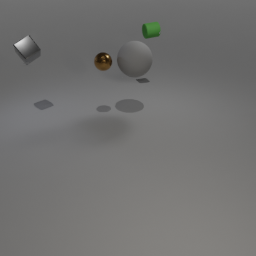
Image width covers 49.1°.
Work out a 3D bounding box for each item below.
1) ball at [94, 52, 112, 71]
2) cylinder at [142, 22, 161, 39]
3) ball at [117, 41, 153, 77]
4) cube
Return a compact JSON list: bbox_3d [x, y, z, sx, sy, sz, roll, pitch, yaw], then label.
[{"bbox_3d":[-0.953,-2.539,10.727,0.700,0.700,0.700,0,29,0],"label":"ball"},{"bbox_3d":[1.127,-4.754,13.616,0.700,0.700,0.700,-15,32,-15],"label":"cylinder"},{"bbox_3d":[0.265,-2.705,11.048,1.400,1.400,1.400,0,29,0],"label":"ball"},{"bbox_3d":[-3.868,-2.986,10.802,0.700,0.700,0.700,-41,7,-17],"label":"cube"}]
